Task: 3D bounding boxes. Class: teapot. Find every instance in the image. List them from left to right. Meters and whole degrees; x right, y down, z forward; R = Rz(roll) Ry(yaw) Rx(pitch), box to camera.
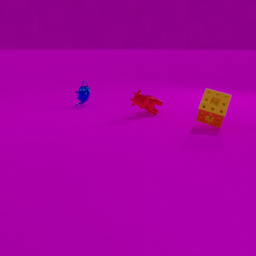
[{"bbox_3d":[-1.843,-1.353,11.301,0.557,1.137,0.707,13,19,-16],"label":"teapot"}]

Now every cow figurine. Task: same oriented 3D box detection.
[{"bbox_3d":[0.620,-0.968,10.134,1.215,0.678,1.235,24,12,-13],"label":"cow figurine"}]

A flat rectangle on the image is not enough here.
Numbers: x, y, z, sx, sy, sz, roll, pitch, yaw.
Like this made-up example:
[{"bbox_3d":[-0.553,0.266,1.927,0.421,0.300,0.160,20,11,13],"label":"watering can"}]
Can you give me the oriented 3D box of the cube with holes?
[{"bbox_3d":[2.587,-0.591,8.497,0.763,0.763,0.763,19,-23,16],"label":"cube with holes"}]
